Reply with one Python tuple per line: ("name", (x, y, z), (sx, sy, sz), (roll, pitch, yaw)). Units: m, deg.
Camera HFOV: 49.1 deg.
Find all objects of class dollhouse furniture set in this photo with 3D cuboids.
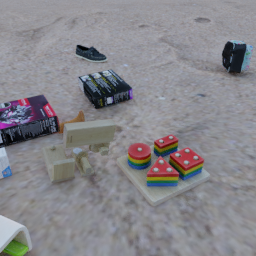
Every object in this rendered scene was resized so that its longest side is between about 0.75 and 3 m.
("dollhouse furniture set", (-1.146, 0.231, 6.167), (1.285, 1.351, 1.101), (-7, 39, -26))

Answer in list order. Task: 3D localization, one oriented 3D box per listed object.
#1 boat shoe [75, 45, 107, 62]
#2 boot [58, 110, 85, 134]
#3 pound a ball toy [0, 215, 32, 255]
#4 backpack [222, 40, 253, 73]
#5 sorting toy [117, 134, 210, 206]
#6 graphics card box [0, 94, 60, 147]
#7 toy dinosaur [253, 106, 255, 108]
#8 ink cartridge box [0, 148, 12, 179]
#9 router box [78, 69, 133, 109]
("boat shoe", (-1.658, -3.360, 12.437), (1.728, 0.573, 0.646), (25, 41, 32))
("boot", (-1.473, -0.141, 7.289), (0.638, 0.822, 0.315), (0, 49, -24))
("pound a ball toy", (-2.574, 1.856, 4.212), (2.193, 0.932, 1.430), (14, 36, 21))
("backpack", (4.276, -2.873, 11.141), (1.035, 1.221, 1.375), (3, 24, -2))
("sorting toy", (0.753, 0.766, 6.217), (1.518, 0.532, 1.527), (-18, 38, -25))
("graphics card box", (-3.188, -0.169, 7.590), (2.335, 0.594, 1.465), (-17, 37, -22))
("toy dinosaur", (4.377, -0.543, 8.392), (0.598, 0.340, 1.126), (-15, 36, -20))
("ink cartridge box", (-3.006, 0.844, 6.052), (0.810, 0.586, 0.341), (-16, 37, -23))
("router box", (-0.801, -1.364, 9.457), (1.319, 0.452, 1.769), (-17, 38, -18))
